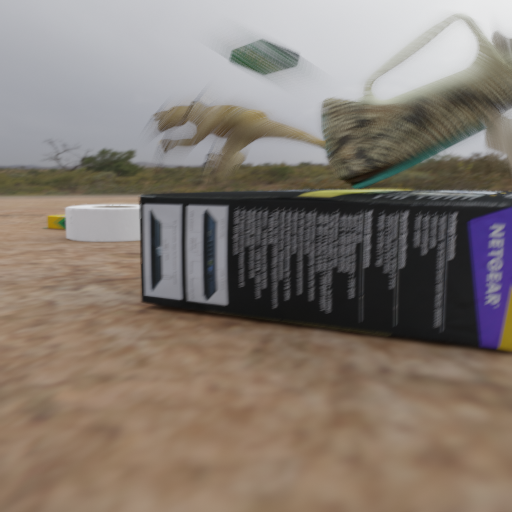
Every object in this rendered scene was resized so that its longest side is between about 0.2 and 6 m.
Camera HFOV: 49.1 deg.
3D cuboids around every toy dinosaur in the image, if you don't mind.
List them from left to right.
[{"bbox_3d":[-0.242,-1.610,6.908,2.809,0.818,1.421,16,32,22],"label":"toy dinosaur"}]

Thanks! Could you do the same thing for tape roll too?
[{"bbox_3d":[-2.682,-0.641,10.617,1.747,0.611,1.747,0,8,0],"label":"tape roll"}]

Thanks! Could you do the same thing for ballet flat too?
[{"bbox_3d":[1.589,-1.206,3.742,2.474,0.931,0.839,-15,12,21],"label":"ballet flat"}]

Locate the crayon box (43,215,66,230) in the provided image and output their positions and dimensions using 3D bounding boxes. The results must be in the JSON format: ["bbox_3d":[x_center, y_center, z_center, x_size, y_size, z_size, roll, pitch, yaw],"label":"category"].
[{"bbox_3d":[-4.187,-0.766,12.730,1.187,0.306,0.746,4,8,30],"label":"crayon box"}]

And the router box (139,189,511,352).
[{"bbox_3d":[1.136,-0.164,5.533,2.900,0.963,3.689,4,8,28],"label":"router box"}]

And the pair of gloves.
[{"bbox_3d":[3.601,-1.971,7.544,0.327,1.865,1.586,-15,38,-8],"label":"pair of gloves"}]

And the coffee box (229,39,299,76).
[{"bbox_3d":[0.077,-2.309,6.541,0.505,0.180,0.821,11,4,-27],"label":"coffee box"}]
